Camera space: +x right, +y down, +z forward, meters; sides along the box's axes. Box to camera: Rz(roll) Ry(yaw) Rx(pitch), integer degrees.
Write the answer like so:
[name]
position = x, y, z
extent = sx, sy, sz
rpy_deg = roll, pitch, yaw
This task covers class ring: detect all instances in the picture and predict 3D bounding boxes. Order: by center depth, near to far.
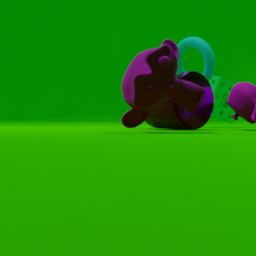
[ring]
position = 1.848, -1.845, 7.968
extent = 0.288, 1.441, 1.441
rpy_deg = -23, 15, -33

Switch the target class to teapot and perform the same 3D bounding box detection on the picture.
[teapot]
position = 2.731, -0.503, 6.400
extent = 1.036, 0.816, 1.666
rpy_deg = 40, 12, -7

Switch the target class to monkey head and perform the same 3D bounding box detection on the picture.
[monkey head]
position = 0.604, -0.764, 5.085
extent = 1.377, 1.915, 1.154
rpy_deg = 28, -1, -3

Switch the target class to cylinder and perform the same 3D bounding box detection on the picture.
[cylinder]
position = 1.148, -0.629, 6.787
extent = 1.313, 1.313, 1.313
rpy_deg = -1, 2, -34

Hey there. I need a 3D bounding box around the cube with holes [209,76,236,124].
[cube with holes]
position = 2.975, -1.027, 9.733
extent = 1.255, 1.255, 1.255
rpy_deg = 16, 6, -27
